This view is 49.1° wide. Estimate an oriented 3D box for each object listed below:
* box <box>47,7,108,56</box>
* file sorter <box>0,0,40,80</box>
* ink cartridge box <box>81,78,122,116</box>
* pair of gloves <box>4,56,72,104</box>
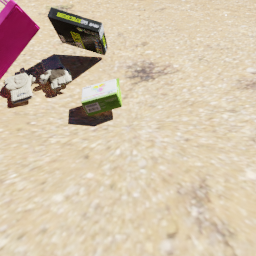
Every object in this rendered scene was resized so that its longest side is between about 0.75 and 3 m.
[{"bbox_3d":[-1.767,-3.494,10.336,1.899,1.966,0.467,16,82,3],"label":"box"},{"bbox_3d":[-4.380,-2.530,7.904,1.857,2.058,2.961,38,92,-2],"label":"file sorter"},{"bbox_3d":[-0.811,-1.170,8.629,1.102,0.565,1.491,-14,44,8],"label":"ink cartridge box"},{"bbox_3d":[-3.056,-1.640,9.567,2.172,0.381,1.847,-26,49,-17],"label":"pair of gloves"}]
